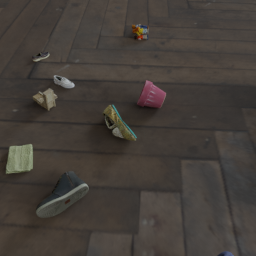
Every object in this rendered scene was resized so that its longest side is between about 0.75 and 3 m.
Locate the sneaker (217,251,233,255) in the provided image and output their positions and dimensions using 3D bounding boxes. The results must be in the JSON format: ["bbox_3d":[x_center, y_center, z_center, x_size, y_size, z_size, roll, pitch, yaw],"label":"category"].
[{"bbox_3d":[1.728,3.735,4.922,1.205,1.083,2.930,17,53,9],"label":"sneaker"}]

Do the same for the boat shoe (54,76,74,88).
[{"bbox_3d":[-2.461,-1.769,10.675,0.895,0.292,0.329,17,48,16],"label":"boat shoe"}]

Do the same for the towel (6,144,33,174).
[{"bbox_3d":[-3.158,0.890,8.199,0.741,0.182,0.998,-7,47,-8],"label":"towel"}]

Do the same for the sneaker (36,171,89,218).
[{"bbox_3d":[-1.808,1.705,7.251,1.424,0.532,0.756,-25,45,-33],"label":"sneaker"}]

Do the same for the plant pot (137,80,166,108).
[{"bbox_3d":[0.839,-1.088,9.695,0.802,0.896,0.896,22,48,-2],"label":"plant pot"}]

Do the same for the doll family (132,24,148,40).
[{"bbox_3d":[0.570,-4.677,13.276,0.783,0.568,1.261,2,46,2],"label":"doll family"}]

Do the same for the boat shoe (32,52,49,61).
[{"bbox_3d":[-3.724,-3.102,11.980,0.793,0.257,0.285,-34,55,-28],"label":"boat shoe"}]

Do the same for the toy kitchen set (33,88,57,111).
[{"bbox_3d":[-2.845,-1.220,9.827,0.832,0.750,0.679,33,53,22],"label":"toy kitchen set"}]

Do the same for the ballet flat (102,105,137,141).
[{"bbox_3d":[-0.331,-0.071,8.932,0.602,0.602,1.703,-21,50,-19],"label":"ballet flat"}]
